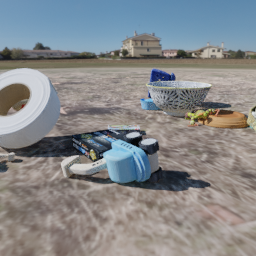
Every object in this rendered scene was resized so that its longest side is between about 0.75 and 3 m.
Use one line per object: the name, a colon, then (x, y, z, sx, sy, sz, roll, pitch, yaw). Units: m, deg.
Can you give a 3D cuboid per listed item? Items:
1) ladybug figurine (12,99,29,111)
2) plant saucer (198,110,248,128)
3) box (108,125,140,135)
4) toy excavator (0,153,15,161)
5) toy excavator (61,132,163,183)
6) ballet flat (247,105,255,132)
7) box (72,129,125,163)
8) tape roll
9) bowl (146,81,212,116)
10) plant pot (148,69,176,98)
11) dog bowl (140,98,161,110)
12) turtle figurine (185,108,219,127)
ladybug figurine: (-4.828, -1.178, 13.302, 1.600, 0.576, 1.086, -15, 21, -43)
plant saucer: (3.691, -0.393, 10.856, 1.913, 0.358, 1.913, 0, 15, 0)
box: (-0.142, 0.067, 9.463, 1.073, 0.186, 0.590, 0, 15, -2)
toy excavator: (-3.357, 0.702, 6.778, 0.893, 0.459, 0.918, 5, 7, 13)
toy excavator: (-0.371, 0.744, 5.999, 1.728, 0.863, 1.680, -20, 22, -30)
ballet flat: (4.499, -0.165, 8.864, 1.026, 1.026, 2.902, 2, 16, 6)
box: (-0.613, 0.457, 7.637, 1.317, 0.381, 1.657, -10, 18, -31)
tape roll: (-3.199, -0.614, 8.157, 2.360, 0.825, 2.360, -5, 57, 8)
bowl: (2.173, -1.285, 12.296, 2.795, 1.312, 2.795, 1, 15, 0)
plant pot: (2.063, -2.653, 16.940, 1.487, 1.654, 1.654, 9, 16, 5)
dog bowl: (1.387, -1.225, 13.745, 1.807, 0.448, 1.007, -15, 21, -42)
turtle figurine: (2.643, -0.475, 10.691, 1.447, 0.466, 1.167, -29, 11, -13)
